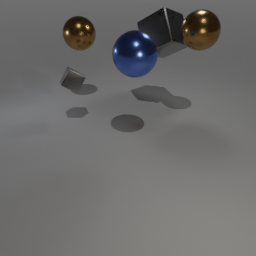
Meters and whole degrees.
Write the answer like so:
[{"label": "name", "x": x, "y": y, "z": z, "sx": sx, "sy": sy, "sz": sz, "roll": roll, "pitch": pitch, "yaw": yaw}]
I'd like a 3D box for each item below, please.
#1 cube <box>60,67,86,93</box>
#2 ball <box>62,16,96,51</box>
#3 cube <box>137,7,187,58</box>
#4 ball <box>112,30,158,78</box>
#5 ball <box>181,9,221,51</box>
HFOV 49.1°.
[{"label": "cube", "x": -2.126, "y": -1.843, "z": 10.737, "sx": 0.700, "sy": 0.700, "sz": 0.700, "roll": 24, "pitch": 10, "yaw": -25}, {"label": "ball", "x": -2.070, "y": -4.012, "z": 11.913, "sx": 1.400, "sy": 1.400, "sz": 1.400, "roll": 0, "pitch": 30, "yaw": 0}, {"label": "cube", "x": 1.443, "y": -3.794, "z": 11.350, "sx": 1.400, "sy": 1.400, "sz": 1.400, "roll": -15, "pitch": -4, "yaw": 41}, {"label": "ball", "x": 0.216, "y": -2.253, "z": 8.568, "sx": 1.400, "sy": 1.400, "sz": 1.400, "roll": 0, "pitch": 30, "yaw": 0}, {"label": "ball", "x": 2.593, "y": -3.491, "z": 10.030, "sx": 1.400, "sy": 1.400, "sz": 1.400, "roll": 0, "pitch": 30, "yaw": 0}]
